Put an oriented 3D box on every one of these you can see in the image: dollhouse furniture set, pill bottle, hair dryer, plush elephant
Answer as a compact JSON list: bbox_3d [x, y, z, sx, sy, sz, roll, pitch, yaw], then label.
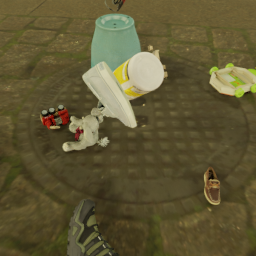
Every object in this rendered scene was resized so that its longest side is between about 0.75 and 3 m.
[{"bbox_3d":[1.049,-2.994,12.722,0.805,1.648,1.406,-12,6,-14],"label":"dollhouse furniture set"},{"bbox_3d":[0.132,-1.574,9.147,1.188,1.188,2.134,-28,7,-26],"label":"pill bottle"},{"bbox_3d":[-0.070,-5.348,10.695,2.095,1.596,0.569,-18,33,-32],"label":"hair dryer"},{"bbox_3d":[-1.493,0.033,9.814,1.657,1.283,1.365,8,44,8],"label":"plush elephant"}]

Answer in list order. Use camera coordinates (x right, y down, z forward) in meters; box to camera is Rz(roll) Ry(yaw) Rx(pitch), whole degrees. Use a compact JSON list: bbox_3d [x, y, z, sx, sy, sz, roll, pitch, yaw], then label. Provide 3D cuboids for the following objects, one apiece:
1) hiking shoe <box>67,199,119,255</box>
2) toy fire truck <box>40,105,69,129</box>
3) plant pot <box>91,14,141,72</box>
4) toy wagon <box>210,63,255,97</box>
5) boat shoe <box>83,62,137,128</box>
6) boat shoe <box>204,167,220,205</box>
[{"bbox_3d":[-0.724,3.175,6.796,1.497,1.126,2.974,2,53,-8],"label":"hiking shoe"},{"bbox_3d":[-2.693,-0.285,10.657,1.009,0.738,1.146,-20,58,-21],"label":"toy fire truck"},{"bbox_3d":[-0.566,-3.883,13.142,2.559,2.404,2.559,0,43,0],"label":"plant pot"},{"bbox_3d":[5.079,-2.246,12.800,2.565,0.507,1.990,-16,46,-17],"label":"toy wagon"},{"bbox_3d":[-0.399,-0.641,6.472,0.690,1.937,0.676,-24,43,9],"label":"boat shoe"},{"bbox_3d":[2.604,1.744,8.623,0.443,0.442,1.229,4,44,5],"label":"boat shoe"}]
